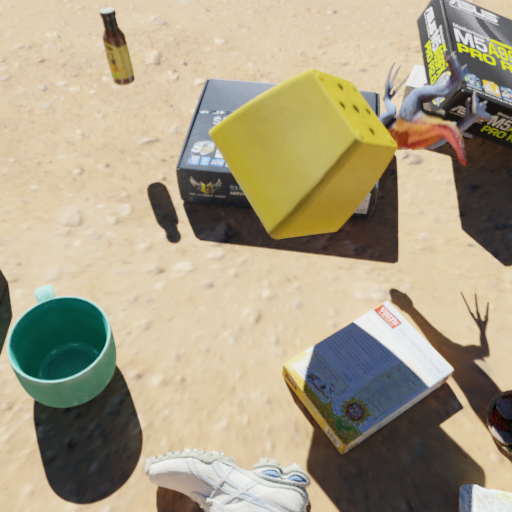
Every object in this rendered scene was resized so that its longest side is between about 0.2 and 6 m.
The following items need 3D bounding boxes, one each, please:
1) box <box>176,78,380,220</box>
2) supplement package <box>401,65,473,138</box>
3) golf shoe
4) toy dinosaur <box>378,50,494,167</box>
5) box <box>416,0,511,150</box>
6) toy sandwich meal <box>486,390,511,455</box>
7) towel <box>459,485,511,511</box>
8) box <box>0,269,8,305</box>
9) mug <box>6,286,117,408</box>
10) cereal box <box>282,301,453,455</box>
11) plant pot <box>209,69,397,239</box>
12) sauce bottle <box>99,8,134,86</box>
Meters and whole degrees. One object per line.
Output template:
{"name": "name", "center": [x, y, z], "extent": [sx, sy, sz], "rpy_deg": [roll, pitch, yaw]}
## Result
{"name": "box", "center": [0.547, -2.240, 11.218], "extent": [3.739, 0.954, 2.949], "rpy_deg": [7, 51, 5]}
{"name": "supplement package", "center": [4.051, -3.354, 12.142], "extent": [1.647, 0.902, 0.937], "rpy_deg": [18, 52, 14]}
{"name": "golf shoe", "center": [-0.424, 3.075, 7.085], "extent": [2.173, 0.851, 1.057], "rpy_deg": [6, 57, 6]}
{"name": "toy dinosaur", "center": [2.063, -1.970, 8.238], "extent": [1.359, 2.349, 2.589], "rpy_deg": [50, 47, -12]}
{"name": "box", "center": [5.223, -3.489, 11.295], "extent": [3.855, 0.853, 3.088], "rpy_deg": [15, 56, -15]}
{"name": "toy sandwich meal", "center": [3.881, 2.336, 7.902], "extent": [1.185, 0.406, 1.185], "rpy_deg": [0, 51, 0]}
{"name": "towel", "center": [3.437, 3.796, 6.718], "extent": [1.942, 0.467, 1.662], "rpy_deg": [9, 49, 8]}
{"name": "box", "center": [-4.864, 0.929, 8.874], "extent": [1.234, 0.690, 1.749], "rpy_deg": [1, 51, -3]}
{"name": "mug", "center": [-2.747, 1.353, 8.244], "extent": [1.418, 1.067, 1.726], "rpy_deg": [6, 49, 1]}
{"name": "cereal box", "center": [1.650, 1.742, 8.372], "extent": [2.085, 0.412, 1.500], "rpy_deg": [-26, 56, -20]}
{"name": "plant pot", "center": [0.780, -1.427, 7.476], "extent": [1.766, 1.558, 1.767], "rpy_deg": [-9, 65, -53]}
{"name": "sauce bottle", "center": [-2.630, -3.916, 10.514], "extent": [0.442, 1.365, 0.442], "rpy_deg": [-4, 41, 3]}
